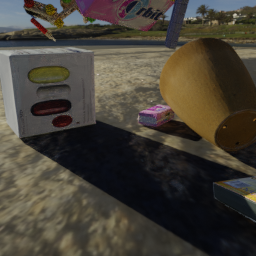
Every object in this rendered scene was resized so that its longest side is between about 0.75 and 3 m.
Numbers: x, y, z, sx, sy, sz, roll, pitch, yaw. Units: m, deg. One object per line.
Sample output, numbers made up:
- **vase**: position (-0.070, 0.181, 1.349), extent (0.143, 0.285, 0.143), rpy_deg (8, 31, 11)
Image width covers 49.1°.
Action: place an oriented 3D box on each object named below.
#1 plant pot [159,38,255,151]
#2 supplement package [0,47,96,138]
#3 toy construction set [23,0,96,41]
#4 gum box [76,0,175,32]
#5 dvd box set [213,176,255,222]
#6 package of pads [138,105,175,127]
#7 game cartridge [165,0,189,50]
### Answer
- **plant pot**: position (2.348, -0.704, 7.460), extent (2.478, 2.478, 2.659), rpy_deg (-3, 39, -9)
- **supplement package**: position (-2.390, -1.179, 8.378), extent (2.350, 2.247, 1.728), rpy_deg (-13, 23, -31)
- **toy construction set**: position (-1.903, -3.311, 8.146), extent (1.801, 1.660, 2.160), rpy_deg (-52, 9, -35)
- **gum box**: position (0.081, -3.000, 6.240), extent (2.267, 0.750, 1.286), rpy_deg (-8, -20, -47)
- **dvd box set**: position (2.684, 1.021, 4.417), extent (2.132, 0.313, 1.560), rpy_deg (-6, 2, -10)
- **package of pads**: position (0.914, -0.397, 8.891), extent (0.704, 0.442, 1.169), rpy_deg (14, 24, 34)
- **game cartridge**: position (0.879, -2.019, 4.990), extent (0.263, 0.889, 1.372), rpy_deg (11, 31, 5)
